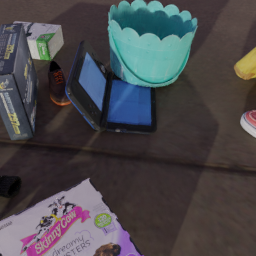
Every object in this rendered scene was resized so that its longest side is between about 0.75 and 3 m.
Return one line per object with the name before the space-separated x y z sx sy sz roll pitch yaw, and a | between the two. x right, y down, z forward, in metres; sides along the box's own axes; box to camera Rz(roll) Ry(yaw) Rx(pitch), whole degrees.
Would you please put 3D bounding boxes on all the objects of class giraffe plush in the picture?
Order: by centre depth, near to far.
giraffe plush | 5.039 -1.912 8.403 2.491 2.887 2.341 -36 84 -34

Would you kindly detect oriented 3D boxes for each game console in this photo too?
game console | -0.333 -1.263 8.069 1.586 2.288 2.680 -19 41 20

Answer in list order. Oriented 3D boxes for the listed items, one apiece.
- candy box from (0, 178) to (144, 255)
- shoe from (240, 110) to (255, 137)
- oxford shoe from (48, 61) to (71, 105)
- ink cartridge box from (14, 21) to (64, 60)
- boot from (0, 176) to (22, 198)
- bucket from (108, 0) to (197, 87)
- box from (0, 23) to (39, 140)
candy box | -0.903 2.238 4.603 1.914 0.816 2.282 -23 56 -30
shoe | 4.362 -0.129 7.091 2.699 1.228 0.964 24 50 22
oxford shoe | -2.206 -1.417 8.767 0.668 0.680 1.876 -17 48 -16
ink cartridge box | -3.602 -3.311 10.568 1.918 0.797 1.406 7 45 7
boot | -2.967 1.463 6.049 0.904 0.455 1.209 10 45 9
bucket | 0.690 -2.746 9.097 2.838 1.847 2.838 4 43 -4
box | -3.035 -1.321 7.682 0.677 2.091 2.652 -8 45 -7
